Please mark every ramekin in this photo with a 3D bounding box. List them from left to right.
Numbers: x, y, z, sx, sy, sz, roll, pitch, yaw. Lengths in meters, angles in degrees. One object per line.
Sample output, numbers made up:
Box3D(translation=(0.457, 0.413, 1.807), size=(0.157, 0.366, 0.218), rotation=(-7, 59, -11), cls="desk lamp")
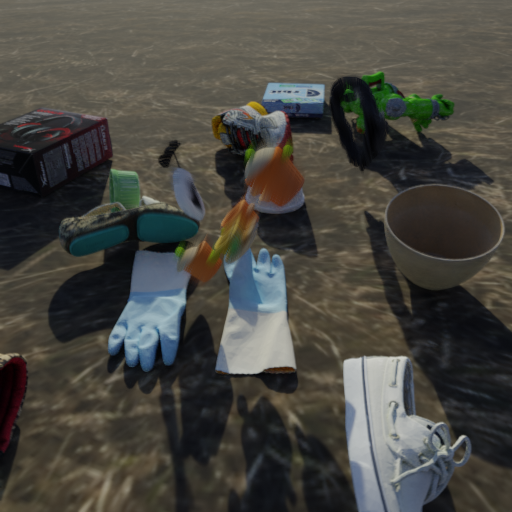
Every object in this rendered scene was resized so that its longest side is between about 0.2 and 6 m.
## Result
Box3D(translation=(-2.520, -1.160, 10.728), size=(0.485, 0.993, 0.993), rotation=(-3, 32, -19), cls="ramekin")
Box3D(translation=(0.381, -1.371, 11.406), size=(1.211, 0.564, 1.211), rotation=(-1, 32, 0), cls="ramekin")

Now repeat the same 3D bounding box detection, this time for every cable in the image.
Box3D(translation=(1.943, -2.607, 11.241), size=(0.502, 1.976, 1.612), rotation=(-29, 69, -13), cls="cable")

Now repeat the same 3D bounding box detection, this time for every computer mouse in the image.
Box3D(translation=(-1.249, -1.192, 9.290), size=(0.295, 1.343, 0.736), rotation=(-24, 2, -32), cls="computer mouse")

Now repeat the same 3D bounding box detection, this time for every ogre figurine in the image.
Box3D(translation=(3.307, -4.014, 14.744), size=(1.887, 1.545, 3.148), rotation=(-11, 44, -38), cls="ogre figurine")

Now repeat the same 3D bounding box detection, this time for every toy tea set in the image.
Box3D(translation=(-0.323, -0.670, 8.003), size=(2.367, 0.876, 1.408), rotation=(-50, 13, -8), cls="toy tea set")

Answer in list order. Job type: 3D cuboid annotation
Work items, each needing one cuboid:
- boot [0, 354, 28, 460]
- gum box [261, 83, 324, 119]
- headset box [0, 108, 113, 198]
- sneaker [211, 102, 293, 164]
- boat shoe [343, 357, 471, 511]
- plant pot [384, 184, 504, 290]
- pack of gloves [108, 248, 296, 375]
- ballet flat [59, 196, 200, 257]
Box3D(translation=(-3.870, 1.945, 5.763), size=(2.192, 1.065, 2.911), rotation=(0, 26, 1), cls="boot")
Box3D(translation=(1.129, -4.648, 16.684), size=(1.766, 0.463, 2.079), rotation=(4, 32, 6), cls="gum box")
Box3D(translation=(-4.771, -2.482, 12.722), size=(2.037, 1.028, 2.741), rotation=(14, 35, 21), cls="headset box")
Box3D(translation=(-0.100, -2.713, 13.099), size=(1.357, 1.286, 3.304), rotation=(-16, 26, -17), cls="sneaker")
Box3D(translation=(1.568, 1.966, 5.652), size=(1.163, 1.008, 2.728), rotation=(-13, 23, 12), cls="boat shoe")
Box3D(translation=(2.826, -0.142, 8.779), size=(1.725, 1.158, 1.725), rotation=(-2, 45, 2), cls="plant pot")
Box3D(translation=(-0.783, 0.514, 8.414), size=(2.547, 0.598, 3.032), rotation=(0, 32, -2), cls="pack of gloves")
Box3D(translation=(-2.225, -0.615, 9.801), size=(2.402, 0.815, 0.904), rotation=(-11, 52, -22), cls="ballet flat")
